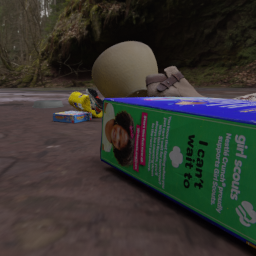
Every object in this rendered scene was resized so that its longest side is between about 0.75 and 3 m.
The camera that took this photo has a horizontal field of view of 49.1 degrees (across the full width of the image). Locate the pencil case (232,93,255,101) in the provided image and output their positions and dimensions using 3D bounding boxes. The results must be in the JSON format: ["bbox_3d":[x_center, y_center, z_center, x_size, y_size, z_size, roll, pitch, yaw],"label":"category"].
[{"bbox_3d":[2.701,-0.402,7.268,1.888,0.735,0.845,-12,17,-15],"label":"pencil case"}]

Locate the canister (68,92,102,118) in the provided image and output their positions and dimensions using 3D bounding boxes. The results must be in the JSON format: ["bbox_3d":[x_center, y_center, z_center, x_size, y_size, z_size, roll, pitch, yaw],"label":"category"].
[{"bbox_3d":[-1.521,-0.863,10.446,1.042,0.607,1.403,33,-6,-31],"label":"canister"}]

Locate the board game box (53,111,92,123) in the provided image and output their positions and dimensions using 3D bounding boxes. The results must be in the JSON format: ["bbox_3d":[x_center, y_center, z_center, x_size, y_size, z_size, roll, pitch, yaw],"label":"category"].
[{"bbox_3d":[-1.866,-0.380,9.440,0.935,0.261,0.915,5,11,28],"label":"board game box"}]

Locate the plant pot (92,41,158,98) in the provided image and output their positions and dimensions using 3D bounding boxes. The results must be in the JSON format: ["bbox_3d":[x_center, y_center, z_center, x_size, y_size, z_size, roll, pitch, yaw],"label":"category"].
[{"bbox_3d":[0.118,-1.916,12.188,2.972,1.996,2.972,-17,-30,-10],"label":"plant pot"}]

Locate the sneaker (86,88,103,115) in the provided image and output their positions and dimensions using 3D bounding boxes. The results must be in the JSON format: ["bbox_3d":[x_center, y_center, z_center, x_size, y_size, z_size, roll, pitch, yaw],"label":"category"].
[{"bbox_3d":[-1.163,-0.877,9.310,0.372,0.494,1.056,1,41,-45],"label":"sneaker"}]

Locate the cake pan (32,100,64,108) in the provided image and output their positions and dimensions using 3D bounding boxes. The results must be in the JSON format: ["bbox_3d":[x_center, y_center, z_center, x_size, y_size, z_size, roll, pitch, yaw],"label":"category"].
[{"bbox_3d":[-4.067,-1.233,14.269,1.565,0.287,1.565,0,10,0],"label":"cake pan"}]

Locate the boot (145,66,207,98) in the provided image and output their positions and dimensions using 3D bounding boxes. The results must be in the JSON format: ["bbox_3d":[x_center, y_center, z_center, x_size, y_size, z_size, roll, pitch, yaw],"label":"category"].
[{"bbox_3d":[1.819,-1.123,8.885,2.548,1.863,0.895,-13,-23,-30],"label":"boot"}]

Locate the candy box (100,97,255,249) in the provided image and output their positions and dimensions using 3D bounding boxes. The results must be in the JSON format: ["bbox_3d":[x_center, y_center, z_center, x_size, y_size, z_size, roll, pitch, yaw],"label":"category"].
[{"bbox_3d":[1.332,0.177,3.793,2.434,1.109,2.879,-4,10,-31],"label":"candy box"}]
